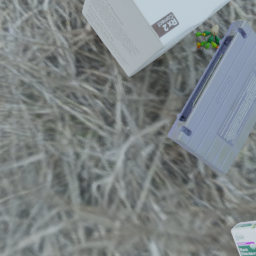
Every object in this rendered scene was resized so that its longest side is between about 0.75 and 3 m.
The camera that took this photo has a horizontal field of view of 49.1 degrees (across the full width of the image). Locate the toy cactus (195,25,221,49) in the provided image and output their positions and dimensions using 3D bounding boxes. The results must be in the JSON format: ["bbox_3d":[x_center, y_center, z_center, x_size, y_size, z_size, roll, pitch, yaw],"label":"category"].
[{"bbox_3d":[2.535,-2.712,8.489,1.024,0.524,0.845,25,78,1],"label":"toy cactus"}]

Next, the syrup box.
[{"bbox_3d":[2.773,2.731,5.884,0.584,0.565,1.434,-9,76,-46],"label":"syrup box"}]

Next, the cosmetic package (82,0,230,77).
[{"bbox_3d":[0.566,-3.128,7.097,2.330,2.826,2.332,-39,97,-15],"label":"cosmetic package"}]

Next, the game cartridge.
[{"bbox_3d":[2.288,-0.608,6.375,0.569,1.922,2.965,23,80,54],"label":"game cartridge"}]
